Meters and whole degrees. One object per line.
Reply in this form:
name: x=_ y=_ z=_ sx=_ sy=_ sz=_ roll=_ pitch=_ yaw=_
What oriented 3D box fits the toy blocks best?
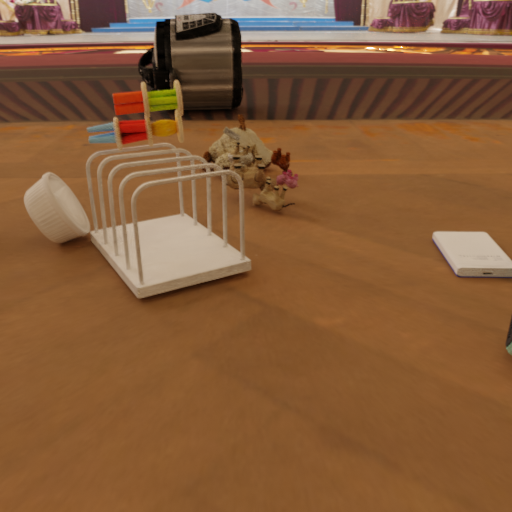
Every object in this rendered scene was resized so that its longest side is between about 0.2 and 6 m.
toy blocks: x=-1.779 y=-2.006 z=8.126 sx=1.391 sy=1.159 sz=0.505 roll=-9 pitch=67 yaw=-10

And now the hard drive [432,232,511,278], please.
hard drive: x=3.222 y=-0.036 z=8.334 sx=0.853 sy=0.164 sz=1.293 roll=1 pitch=25 yaw=1

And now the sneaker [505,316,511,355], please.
sneaker: x=4.145 y=0.499 z=6.273 sx=2.006 sy=1.115 sz=2.867 roll=17 pitch=39 yaw=29

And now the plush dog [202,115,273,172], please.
plush dog: x=-0.556 y=-2.364 z=12.446 sx=1.535 sy=1.232 sz=1.318 roll=-18 pitch=5 yaw=-36

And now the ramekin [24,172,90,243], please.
ramekin: x=-3.134 y=-0.709 z=8.755 sx=0.518 sy=1.112 sz=1.112 roll=-30 pitch=27 yaw=2

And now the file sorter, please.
file sorter: x=-1.362 y=-0.677 z=8.092 sx=1.644 sy=1.475 sz=2.369 roll=-13 pitch=26 yaw=-27

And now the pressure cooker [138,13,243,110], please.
pressure cooker: x=-2.181 y=-6.275 z=18.510 sx=3.383 sy=3.022 sz=2.976 roll=-3 pitch=-6 yaw=-4

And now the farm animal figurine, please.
farm animal figurine: x=0.069 y=-1.383 z=10.456 sx=1.453 sy=0.766 sz=1.469 roll=12 pitch=41 yaw=2
